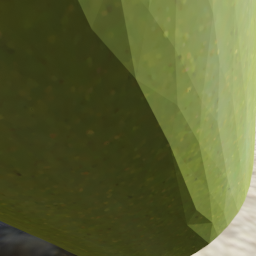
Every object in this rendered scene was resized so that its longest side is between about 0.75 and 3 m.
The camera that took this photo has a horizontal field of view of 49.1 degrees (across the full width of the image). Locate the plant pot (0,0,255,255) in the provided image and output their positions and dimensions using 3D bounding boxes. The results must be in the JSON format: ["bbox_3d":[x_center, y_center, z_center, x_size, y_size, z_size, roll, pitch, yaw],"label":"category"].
[{"bbox_3d":[-0.350,-0.551,1.758,2.956,2.807,2.956,-19,39,16],"label":"plant pot"}]
